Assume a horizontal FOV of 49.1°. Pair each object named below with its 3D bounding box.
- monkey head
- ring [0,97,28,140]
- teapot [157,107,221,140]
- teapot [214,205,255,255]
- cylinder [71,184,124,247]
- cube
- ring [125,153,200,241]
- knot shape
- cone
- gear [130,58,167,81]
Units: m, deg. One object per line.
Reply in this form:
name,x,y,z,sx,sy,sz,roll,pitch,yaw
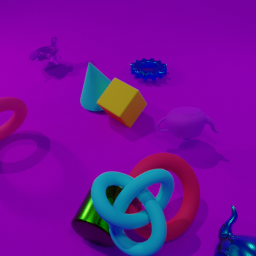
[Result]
monkey head,-2.637,-2.441,9.101,0.849,1.014,1.409,5,16,6
ring,-3.089,-0.144,6.573,1.558,1.558,0.312,-33,76,-28
teapot,1.391,-0.075,6.466,1.477,0.723,0.918,-1,19,14
teapot,1.964,2.197,4.429,0.959,1.218,1.959,-13,57,-19
cylinder,-0.474,1.620,5.324,0.905,0.905,0.905,16,48,15
cube,-0.144,-0.649,7.369,0.827,0.827,0.827,32,84,27
ring,0.673,1.302,5.331,1.664,1.664,0.333,-27,8,-24
knot shape,0.033,1.213,4.500,1.361,0.672,1.455,29,74,-10
cone,-0.911,-1.320,7.800,1.213,1.217,1.213,-7,47,7
gear,0.667,-1.911,9.056,1.172,0.217,1.172,0,39,0
